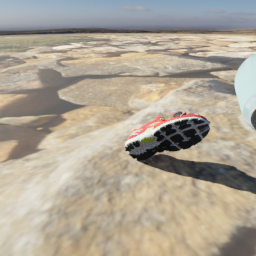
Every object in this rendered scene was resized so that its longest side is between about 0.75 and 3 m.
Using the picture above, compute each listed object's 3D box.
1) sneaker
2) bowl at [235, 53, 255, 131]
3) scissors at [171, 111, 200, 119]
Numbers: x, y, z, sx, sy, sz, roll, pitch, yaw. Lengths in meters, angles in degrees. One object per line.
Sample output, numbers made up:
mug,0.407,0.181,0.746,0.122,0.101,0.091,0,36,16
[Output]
sneaker,0.813,0.028,6.357,2.113,0.813,0.897,-18,34,33
bowl,4.113,-0.680,7.375,2.697,2.697,1.411,11,55,24
scissors,1.511,-0.031,8.517,0.917,0.175,2.506,9,28,26
